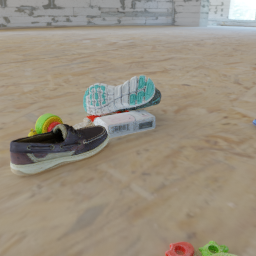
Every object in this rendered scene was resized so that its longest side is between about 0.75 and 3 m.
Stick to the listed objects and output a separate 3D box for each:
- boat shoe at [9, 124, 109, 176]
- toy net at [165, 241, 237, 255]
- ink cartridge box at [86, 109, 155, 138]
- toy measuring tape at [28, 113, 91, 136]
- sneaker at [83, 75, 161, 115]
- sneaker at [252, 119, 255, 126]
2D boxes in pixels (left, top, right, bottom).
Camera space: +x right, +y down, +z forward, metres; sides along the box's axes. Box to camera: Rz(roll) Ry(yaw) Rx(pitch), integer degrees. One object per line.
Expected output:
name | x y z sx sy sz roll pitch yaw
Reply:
boat shoe | -1.522 0.316 6.663 2.568 0.832 0.924 -19 30 -35
toy net | 0.406 1.903 3.641 2.327 0.449 1.221 -3 25 -6
ink cartridge box | -0.292 -0.355 8.641 1.537 0.539 1.891 -12 31 -25
toy measuring tape | -1.871 -0.156 7.864 0.765 0.765 2.079 19 31 36
sneaker | -0.191 -0.893 9.142 2.855 1.108 1.302 -2 -9 33
sneaker | 4.327 -0.244 8.278 1.233 0.507 0.456 -2 22 5
